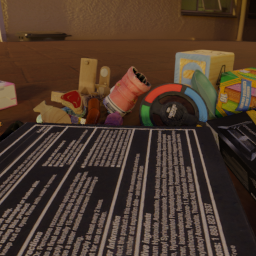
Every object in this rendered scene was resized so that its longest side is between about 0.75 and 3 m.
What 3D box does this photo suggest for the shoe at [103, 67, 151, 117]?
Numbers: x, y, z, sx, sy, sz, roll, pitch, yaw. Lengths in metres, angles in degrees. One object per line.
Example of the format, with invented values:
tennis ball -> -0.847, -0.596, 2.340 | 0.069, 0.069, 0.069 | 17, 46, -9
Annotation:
shoe -> 0.110, -1.282, 9.415 | 1.056, 1.344, 2.955 | 45, 16, -6

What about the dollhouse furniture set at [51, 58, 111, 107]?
dollhouse furniture set -> -1.656, -1.820, 10.633 | 2.029, 1.738, 2.134 | 12, 11, 27

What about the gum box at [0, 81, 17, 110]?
gum box -> -5.844, -1.088, 10.465 | 1.565, 0.912, 2.758 | 15, 26, 30

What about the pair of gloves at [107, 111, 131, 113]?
pair of gloves -> -0.348, -0.755, 10.745 | 0.914, 0.130, 1.137 | -1, 22, -7

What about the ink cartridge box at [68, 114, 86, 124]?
ink cartridge box -> -1.239, -0.013, 8.008 | 1.054, 0.439, 0.765 | 16, -6, 34

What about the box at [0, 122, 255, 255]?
box -> -0.369, 1.237, 3.339 | 2.919, 1.814, 2.943 | 3, 22, 7

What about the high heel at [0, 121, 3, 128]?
high heel -> -4.349, 0.100, 7.959 | 1.389, 0.496, 0.990 | -11, 11, 17

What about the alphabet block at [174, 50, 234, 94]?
alphabet block -> 3.414, -2.473, 12.703 | 1.926, 1.891, 1.881 | -18, 29, -39

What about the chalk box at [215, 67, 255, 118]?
chalk box -> 4.281, -0.758, 8.624 | 1.621, 1.609, 2.596 | -14, 28, -30

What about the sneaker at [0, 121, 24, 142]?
sneaker -> -2.254, 0.306, 6.691 | 0.931, 1.104, 2.524 | 19, 28, 40

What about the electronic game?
electronic game -> 1.283, -0.381, 7.839 | 1.955, 1.955, 0.407 | 1, -19, 2

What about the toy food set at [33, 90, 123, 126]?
toy food set -> -1.058, -0.087, 7.252 | 1.730, 0.429, 2.721 | -36, 58, -18

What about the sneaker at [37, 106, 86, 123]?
sneaker -> -2.028, -0.286, 8.872 | 1.628, 0.599, 0.960 | -17, 20, -16

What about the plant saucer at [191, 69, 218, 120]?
plant saucer -> 2.658, -1.021, 9.518 | 0.363, 2.020, 2.020 | -29, 6, 31

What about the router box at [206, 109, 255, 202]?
router box -> 3.355, 0.379, 6.320 | 2.275, 0.756, 2.894 | -14, 22, 2
